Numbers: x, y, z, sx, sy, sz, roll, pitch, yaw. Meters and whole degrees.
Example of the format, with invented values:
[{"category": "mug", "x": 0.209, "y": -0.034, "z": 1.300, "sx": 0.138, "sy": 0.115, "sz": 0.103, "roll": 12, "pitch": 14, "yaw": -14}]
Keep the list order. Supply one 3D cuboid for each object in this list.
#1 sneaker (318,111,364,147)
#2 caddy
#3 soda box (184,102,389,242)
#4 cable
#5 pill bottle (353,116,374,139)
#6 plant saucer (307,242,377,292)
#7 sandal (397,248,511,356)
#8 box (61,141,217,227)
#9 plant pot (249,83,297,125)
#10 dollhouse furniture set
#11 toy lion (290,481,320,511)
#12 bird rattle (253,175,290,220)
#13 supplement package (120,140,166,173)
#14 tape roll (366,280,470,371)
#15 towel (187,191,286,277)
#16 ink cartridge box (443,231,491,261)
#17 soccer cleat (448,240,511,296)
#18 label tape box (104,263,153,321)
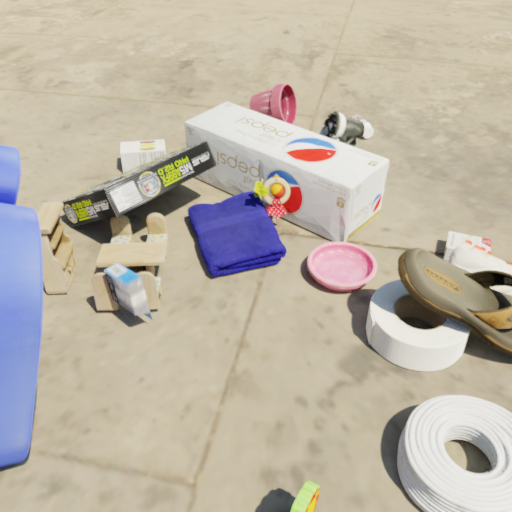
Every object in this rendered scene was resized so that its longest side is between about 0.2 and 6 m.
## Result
[{"category": "sneaker", "x": 1.768, "y": -2.579, "z": 13.074, "sx": 1.020, "sy": 2.254, "sz": 0.749, "roll": 4, "pitch": 73, "yaw": -20}, {"category": "caddy", "x": -4.211, "y": 0.707, "z": 6.815, "sx": 2.519, "sy": 4.798, "sz": 3.392, "roll": -2, "pitch": 35, "yaw": -31}, {"category": "soda box", "x": 0.538, "y": -1.959, "z": 12.469, "sx": 4.533, "sy": 1.443, "sz": 1.544, "roll": 27, "pitch": 45, "yaw": 30}, {"category": "cable", "x": 2.785, "y": 2.666, "z": 7.355, "sx": 1.790, "sy": 0.620, "sz": 1.791, "roll": 24, "pitch": 44, "yaw": 26}, {"category": "pill bottle", "x": 2.866, "y": -3.473, "z": 15.176, "sx": 0.423, "sy": 0.423, "sz": 0.708, "roll": -14, "pitch": 42, "yaw": -17}, {"category": "plant saucer", "x": 1.615, "y": 0.241, "z": 10.619, "sx": 1.306, "sy": 0.331, "sz": 1.306, "roll": 0, "pitch": 40, "yaw": 0}, {"category": "sandal", "x": 3.765, "y": 0.642, "z": 8.893, "sx": 3.243, "sy": 0.885, "sz": 1.325, "roll": 29, "pitch": 40, "yaw": -9}, {"category": "box", "x": -2.463, "y": -1.515, "z": 11.781, "sx": 2.150, "sy": 0.594, "sz": 2.684, "roll": -5, "pitch": 23, "yaw": 49}, {"category": "plant pot", "x": 0.442, "y": -4.138, "z": 15.542, "sx": 1.049, "sy": 1.172, "sz": 1.172, "roll": 1, "pitch": 36, "yaw": 27}, {"category": "dollhouse furniture set", "x": -2.758, "y": -0.169, "z": 10.178, "sx": 2.179, "sy": 1.418, "sz": 2.001, "roll": -2, "pitch": 35, "yaw": -1}, {"category": "toy lion", "x": 0.440, "y": 3.180, "z": 6.366, "sx": 0.382, "sy": 1.065, "sz": 1.111, "roll": 18, "pitch": 42, "yaw": 21}, {"category": "bird rattle", "x": 0.363, "y": -1.234, "z": 11.434, "sx": 0.898, "sy": 0.732, "sz": 0.506, "roll": 47, "pitch": 15, "yaw": -7}, {"category": "supplement package", "x": -2.757, "y": -2.444, "z": 13.755, "sx": 1.066, "sy": 0.584, "sz": 0.606, "roll": -6, "pitch": 39, "yaw": -9}, {"category": "tape roll", "x": 2.672, "y": 1.116, "z": 9.322, "sx": 1.657, "sy": 0.580, "sz": 1.657, "roll": 0, "pitch": 39, "yaw": 0}, {"category": "towel", "x": -0.419, "y": -0.441, "z": 11.380, "sx": 1.592, "sy": 0.534, "sz": 2.156, "roll": -15, "pitch": 41, "yaw": -9}, {"category": "ink cartridge box", "x": 4.166, "y": -0.127, "z": 11.065, "sx": 0.817, "sy": 0.338, "sz": 0.595, "roll": 13, "pitch": 41, "yaw": 16}, {"category": "soccer cleat", "x": 4.341, "y": 0.489, "z": 9.925, "sx": 2.177, "sy": 0.845, "sz": 0.754, "roll": 25, "pitch": 14, "yaw": -8}, {"category": "label tape box", "x": -2.113, "y": 0.669, "z": 9.293, "sx": 0.681, "sy": 0.944, "sz": 0.299, "roll": 25, "pitch": 46, "yaw": 38}]
